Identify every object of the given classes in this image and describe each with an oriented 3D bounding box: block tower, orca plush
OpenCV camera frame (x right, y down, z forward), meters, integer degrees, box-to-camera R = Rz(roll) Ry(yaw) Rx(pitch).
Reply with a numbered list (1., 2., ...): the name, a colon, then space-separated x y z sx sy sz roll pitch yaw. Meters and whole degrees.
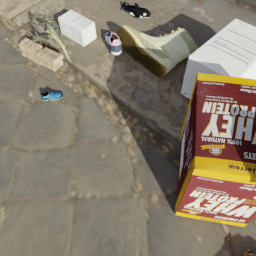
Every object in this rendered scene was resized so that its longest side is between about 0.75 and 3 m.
1. block tower: -3.347 -2.815 10.784 1.897 0.548 0.512 27 58 21
2. orca plush: 0.360 -5.493 12.718 0.795 0.537 1.510 -39 63 -25

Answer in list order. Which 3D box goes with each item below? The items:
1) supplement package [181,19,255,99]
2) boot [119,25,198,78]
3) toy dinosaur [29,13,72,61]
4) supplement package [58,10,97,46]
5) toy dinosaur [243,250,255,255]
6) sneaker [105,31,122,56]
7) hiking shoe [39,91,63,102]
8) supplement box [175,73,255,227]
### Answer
1. supplement package: 3.388 -2.067 9.476 1.699 1.720 2.837 37 62 24
2. boot: 1.155 -3.338 10.875 2.101 0.979 2.717 -35 67 -21
3. toy dinosaur: -3.206 -3.849 11.253 1.311 0.706 2.974 4 46 -40
4. supplement package: -2.078 -4.120 11.559 1.392 0.792 0.762 35 63 21
5. toy dinosaur: 2.833 3.248 6.463 1.129 0.577 0.766 -30 42 2
6. sneaker: -0.578 -3.602 11.220 0.576 0.673 1.641 -14 48 -11
7. hiking shoe: -2.626 -1.116 9.653 0.765 0.332 0.285 -13 55 -9
8. supplement box: 2.324 0.596 6.958 1.795 2.667 2.704 8 54 6
